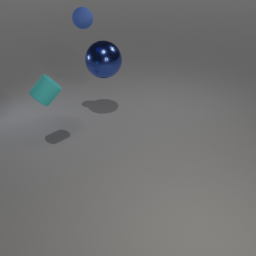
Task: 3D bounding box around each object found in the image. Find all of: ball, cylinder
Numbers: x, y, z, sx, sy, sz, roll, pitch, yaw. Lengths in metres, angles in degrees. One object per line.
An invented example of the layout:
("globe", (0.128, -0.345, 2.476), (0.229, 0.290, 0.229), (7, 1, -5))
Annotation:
("ball", (-0.929, -2.598, 10.656), (1.400, 1.400, 1.400), (0, 30, 0))
("ball", (-1.519, -3.689, 9.400), (0.700, 0.700, 0.700), (0, 30, 0))
("cylinder", (-2.496, -1.141, 8.506), (0.700, 0.700, 0.700), (40, 5, -4))
